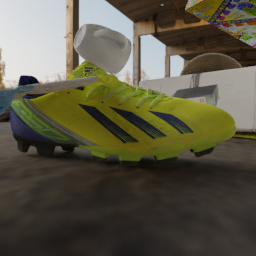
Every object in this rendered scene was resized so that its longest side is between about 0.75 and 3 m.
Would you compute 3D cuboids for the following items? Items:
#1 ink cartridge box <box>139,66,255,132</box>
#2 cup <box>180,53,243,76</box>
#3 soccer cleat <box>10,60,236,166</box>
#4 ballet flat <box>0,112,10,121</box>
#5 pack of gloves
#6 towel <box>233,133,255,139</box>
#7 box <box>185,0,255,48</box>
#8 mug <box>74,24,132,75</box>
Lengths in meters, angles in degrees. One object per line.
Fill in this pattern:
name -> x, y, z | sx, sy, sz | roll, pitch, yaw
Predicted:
ink cartridge box -> 1.975, -0.548, 6.478 | 2.134, 1.242, 2.930 | -2, 4, -45
cup -> 3.422, -1.531, 11.915 | 2.774, 2.774, 1.984 | 0, -4, 5
soccer cleat -> -0.227, -0.218, 3.026 | 2.609, 1.091, 0.843 | 2, 4, 23
ballet flat -> -5.475, -0.625, 12.632 | 0.910, 0.626, 2.700 | 3, 5, 41
pack of gloves -> -1.677, 0.169, 1.849 | 2.366, 0.556, 2.817 | -7, 11, 13
towel -> 2.200, 0.158, 5.236 | 0.359, 0.075, 0.833 | -8, 8, -40
box -> 2.709, -2.993, 5.110 | 2.352, 2.442, 1.490 | 17, -1, -22
mug -> -0.605, -2.136, 7.184 | 1.265, 1.065, 1.443 | 19, -14, -34
